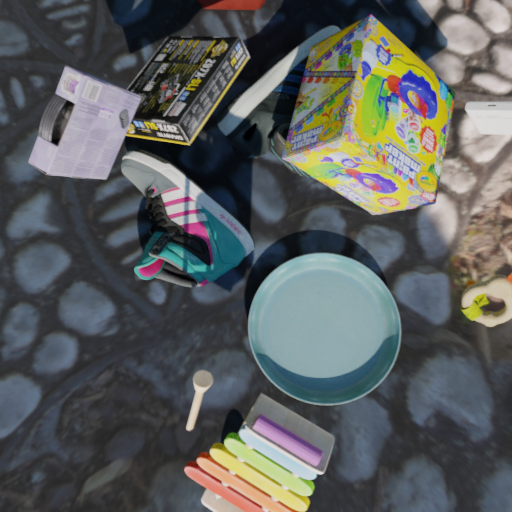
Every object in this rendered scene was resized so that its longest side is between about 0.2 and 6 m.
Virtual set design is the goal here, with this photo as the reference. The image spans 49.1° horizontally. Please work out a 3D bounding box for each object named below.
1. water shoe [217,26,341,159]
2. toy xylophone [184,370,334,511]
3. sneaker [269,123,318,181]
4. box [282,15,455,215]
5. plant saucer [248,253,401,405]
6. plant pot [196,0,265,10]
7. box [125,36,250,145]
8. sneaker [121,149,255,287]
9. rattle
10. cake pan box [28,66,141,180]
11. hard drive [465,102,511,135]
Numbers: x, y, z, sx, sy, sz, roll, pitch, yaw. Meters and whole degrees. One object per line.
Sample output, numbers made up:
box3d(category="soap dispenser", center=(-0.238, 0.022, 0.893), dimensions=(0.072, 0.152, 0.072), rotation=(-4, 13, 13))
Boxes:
box3d(category="water shoe", center=(0.704, -3.428, 11.885), dimensions=(3.464, 1.238, 1.367), rotation=(-43, 106, -12))
box3d(category="toy xylophone", center=(-0.125, 2.546, 7.079), dimensions=(2.012, 2.748, 0.690), rotation=(24, 46, 13))
box3d(category="sneaker", center=(1.221, -1.960, 11.515), dimensions=(2.140, 0.848, 0.807), rotation=(32, 68, -12))
box3d(category="box", center=(2.179, -2.489, 10.568), dimensions=(2.601, 1.587, 2.505), rotation=(25, 71, -33))
box3d(category="plant saucer", center=(1.283, 1.375, 10.705), dimensions=(2.874, 0.394, 2.874), rotation=(0, 73, -1))
box3d(category="plant pot", center=(-0.551, -6.605, 12.262), dimensions=(2.097, 1.848, 2.095), rotation=(1, 74, 1))
box3d(category="box", center=(-1.367, -2.984, 9.881), dimensions=(1.721, 0.532, 2.155), rotation=(15, 64, 31))
box3d(category="sneaker", center=(-1.822, -0.519, 10.827), dimensions=(3.191, 1.334, 1.927), rotation=(38, 68, 9))
box3d(category="rattle", center=(3.887, 0.449, 8.901), dimensions=(0.861, 1.323, 0.945), rotation=(37, 46, 19))
box3d(category="cake pan box", center=(-2.326, -1.756, 7.710), dimensions=(0.392, 1.497, 1.379), rotation=(28, 103, 13))
box3d(category="hard drive", center=(4.140, -2.350, 9.605), dimensions=(0.817, 1.239, 0.165), rotation=(10, 87, 33))
